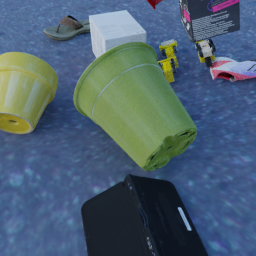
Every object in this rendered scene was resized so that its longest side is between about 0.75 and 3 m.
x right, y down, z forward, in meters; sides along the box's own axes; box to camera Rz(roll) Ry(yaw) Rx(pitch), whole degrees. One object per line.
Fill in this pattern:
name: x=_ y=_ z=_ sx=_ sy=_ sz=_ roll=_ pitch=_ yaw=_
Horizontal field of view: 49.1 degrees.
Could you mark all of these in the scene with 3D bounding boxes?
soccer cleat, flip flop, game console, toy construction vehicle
soccer cleat: x=4.089 y=-1.999 z=10.058 sx=2.275 sy=0.776 sz=0.832 roll=7 pitch=70 yaw=0
flip flop: x=-2.405 y=-4.632 z=12.500 sx=2.849 sy=0.820 sz=1.155 roll=-21 pitch=49 yaw=-20
game console: x=0.289 y=2.268 z=5.962 sx=2.009 sy=1.329 sz=2.284 roll=14 pitch=34 yaw=-29
toy construction vehicle: x=2.119 y=-2.599 z=10.472 sx=2.123 sy=0.859 sz=2.439 roll=-16 pitch=37 yaw=12

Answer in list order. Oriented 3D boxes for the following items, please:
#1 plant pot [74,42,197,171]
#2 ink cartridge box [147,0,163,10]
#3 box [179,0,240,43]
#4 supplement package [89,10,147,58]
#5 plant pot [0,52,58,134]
plant pot: x=0.393 y=-0.359 z=7.305 sx=2.699 sy=2.699 sz=2.563 roll=-26 pitch=63 yaw=-23
ink cartridge box: x=0.611 y=-4.581 z=8.300 sx=0.678 sy=1.616 sz=1.419 roll=-25 pitch=44 yaw=35
box: x=2.143 y=-4.081 z=7.814 sx=1.438 sy=2.711 sz=1.657 roll=-13 pitch=39 yaw=8
supplement package: x=-0.413 y=-3.223 z=10.586 sx=1.542 sy=1.530 sz=2.031 roll=-15 pitch=47 yaw=-14
plant pot: x=-3.158 y=-0.881 z=8.170 sx=1.935 sy=1.935 sz=1.820 roll=2 pitch=61 yaw=2
